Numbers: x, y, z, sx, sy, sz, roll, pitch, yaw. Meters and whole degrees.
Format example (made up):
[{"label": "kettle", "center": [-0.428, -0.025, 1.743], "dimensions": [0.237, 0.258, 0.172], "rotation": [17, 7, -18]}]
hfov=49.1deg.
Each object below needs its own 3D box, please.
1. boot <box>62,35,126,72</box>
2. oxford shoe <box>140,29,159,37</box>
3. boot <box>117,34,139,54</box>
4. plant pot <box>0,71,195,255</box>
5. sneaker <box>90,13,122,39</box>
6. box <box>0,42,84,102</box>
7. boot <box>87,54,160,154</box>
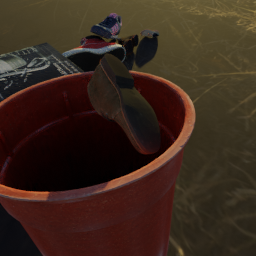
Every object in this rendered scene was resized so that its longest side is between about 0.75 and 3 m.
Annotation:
[{"label": "boot", "center": [-1.856, -3.036, 11.331], "dimensions": [2.931, 1.061, 2.114], "rotation": [-23, 44, -34]}, {"label": "oxford shoe", "center": [1.069, -4.580, 13.605], "dimensions": [0.939, 0.332, 0.347], "rotation": [-5, 43, -6]}, {"label": "boot", "center": [-0.174, -3.653, 12.425], "dimensions": [0.839, 0.647, 1.731], "rotation": [2, 33, 24]}, {"label": "plant pot", "center": [-0.389, 0.831, 3.804], "dimensions": [2.492, 2.423, 2.492], "rotation": [-5, 34, 4]}, {"label": "sneaker", "center": [-0.911, -4.555, 12.334], "dimensions": [0.932, 1.090, 2.657], "rotation": [24, 22, 1]}, {"label": "box", "center": [-2.979, -1.120, 8.590], "dimensions": [2.658, 1.676, 2.704], "rotation": [-28, 48, -26]}, {"label": "boot", "center": [-0.073, -0.197, 3.136], "dimensions": [0.486, 0.499, 1.322], "rotation": [11, 44, -48]}]
